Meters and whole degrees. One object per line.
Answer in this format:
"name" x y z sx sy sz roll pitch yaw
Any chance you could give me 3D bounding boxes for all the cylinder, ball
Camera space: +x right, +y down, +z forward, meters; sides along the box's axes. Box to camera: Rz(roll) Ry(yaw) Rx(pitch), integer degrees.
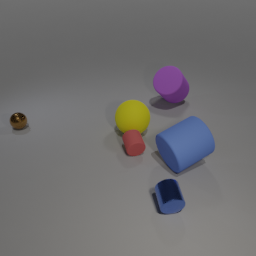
"cylinder" 1.844 0.521 9.161 1.400 1.400 1.400 -28 37 -13
"cylinder" 1.148 1.884 7.728 0.700 0.700 0.700 -5 43 -8
"ball" -4.566 -0.303 11.680 0.700 0.700 0.700 0 30 0
"cylinder" 0.209 0.531 10.096 0.700 0.700 0.700 -8 45 -13
"cylinder" 2.056 -2.022 13.205 1.400 1.400 1.400 17 -3 27
"ball" 0.182 -0.411 11.071 1.400 1.400 1.400 0 30 0
